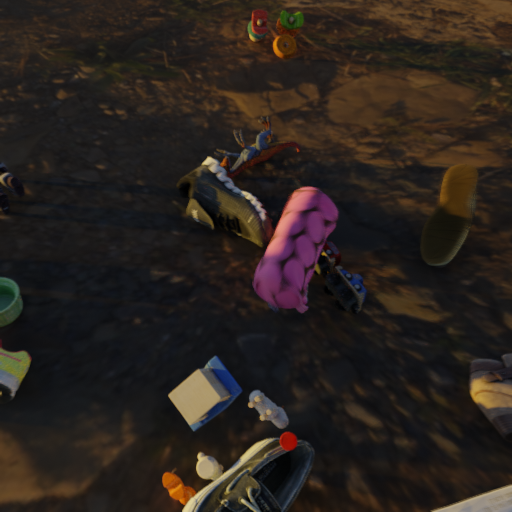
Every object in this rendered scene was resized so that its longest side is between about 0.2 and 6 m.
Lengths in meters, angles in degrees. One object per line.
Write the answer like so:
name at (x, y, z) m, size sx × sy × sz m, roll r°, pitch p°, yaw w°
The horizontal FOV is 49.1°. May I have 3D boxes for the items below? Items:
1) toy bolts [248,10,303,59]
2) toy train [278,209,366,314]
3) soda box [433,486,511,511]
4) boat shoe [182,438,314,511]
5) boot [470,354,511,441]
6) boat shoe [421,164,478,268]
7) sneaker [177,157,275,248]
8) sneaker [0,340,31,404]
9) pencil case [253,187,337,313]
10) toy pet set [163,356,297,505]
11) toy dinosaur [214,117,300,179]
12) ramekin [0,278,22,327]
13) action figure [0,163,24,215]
toy bolts at (0.464, -5.987, 15.331) m, size 1.432 × 0.993 × 1.367 m, roll 6°, pitch 87°, yaw -8°
toy train at (1.161, 0.009, 9.816) m, size 0.599 × 0.446 × 2.614 m, roll -17°, pitch 49°, yaw -19°
soda box at (1.368, 3.670, 5.786) m, size 3.963 × 1.350 × 1.262 m, roll -13°, pitch 48°, yaw -12°
boat shoe at (-0.101, 2.811, 6.423) m, size 0.838 × 0.824 × 2.325 m, roll 54°, pitch 38°, yaw -3°
boot at (3.963, 1.981, 7.903) m, size 1.807 × 0.635 × 1.321 m, roll 6°, pitch 40°, yaw -3°
boat shoe at (3.617, -0.650, 10.216) m, size 0.796 × 0.705 × 2.175 m, roll 12°, pitch 65°, yaw 36°
sneaker at (-0.650, -0.837, 10.385) m, size 1.152 × 0.846 × 2.546 m, roll -29°, pitch 52°, yaw -17°
sneaker at (-4.208, 1.530, 8.305) m, size 1.873 × 0.732 × 0.846 m, roll 18°, pitch 41°, yaw 9°
pencil case at (0.710, -0.124, 9.220) m, size 0.983 × 0.953 × 2.099 m, roll 28°, pitch 60°, yaw -3°
toy pet set at (-0.484, 2.309, 7.398) m, size 1.719 × 0.913 × 1.605 m, roll -41°, pitch 75°, yaw 3°
toy dinosaur at (-0.064, -2.141, 11.662) m, size 1.666 × 0.875 × 1.512 m, roll 23°, pitch 70°, yaw 5°
ramekin at (-4.231, 0.782, 9.122) m, size 0.813 × 0.397 × 0.813 m, roll 0°, pitch 47°, yaw 0°
action figure at (-5.353, -1.487, 11.155) m, size 1.663 × 0.577 × 1.082 m, roll 29°, pitch 61°, yaw 29°
